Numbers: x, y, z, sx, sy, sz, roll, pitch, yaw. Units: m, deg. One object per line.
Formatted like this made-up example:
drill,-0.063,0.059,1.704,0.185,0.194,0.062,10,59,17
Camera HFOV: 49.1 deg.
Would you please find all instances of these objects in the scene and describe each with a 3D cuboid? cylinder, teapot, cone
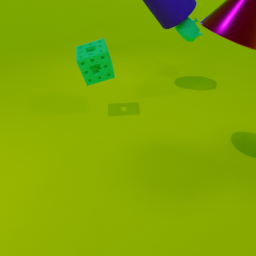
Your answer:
cylinder,1.244,-3.958,8.621,1.267,1.267,1.267,-33,31,23
teapot,2.043,-3.321,9.311,0.892,0.702,1.434,24,35,-40
cone,2.121,-2.208,4.931,1.235,1.240,1.235,17,30,-10

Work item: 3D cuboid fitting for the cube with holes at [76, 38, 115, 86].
cube with holes,-0.912,-1.850,7.862,0.832,0.832,0.832,-16,43,4
